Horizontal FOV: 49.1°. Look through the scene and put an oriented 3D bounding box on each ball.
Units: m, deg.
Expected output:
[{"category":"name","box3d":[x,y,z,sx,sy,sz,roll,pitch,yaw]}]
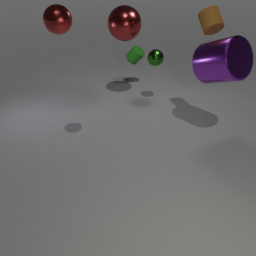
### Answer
[{"category":"ball","box3d":[1.176,-2.990,11.922,0.700,0.700,0.700,0,30,0]},{"category":"ball","box3d":[-1.713,-2.642,6.829,0.700,0.700,0.700,0,30,0]},{"category":"ball","box3d":[-0.144,-4.294,11.521,1.400,1.400,1.400,0,30,0]}]

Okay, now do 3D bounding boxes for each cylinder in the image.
[{"category":"cylinder","box3d":[2.770,-3.590,9.354,0.700,0.700,0.700,-14,-12,-3]},{"category":"cylinder","box3d":[0.360,-3.684,14.114,0.700,0.700,0.700,28,42,-28]},{"category":"cylinder","box3d":[3.103,-2.207,9.238,1.400,1.400,1.400,-19,14,-30]}]
